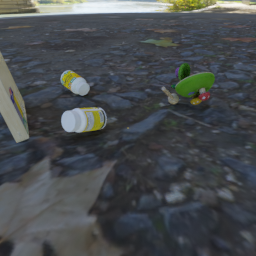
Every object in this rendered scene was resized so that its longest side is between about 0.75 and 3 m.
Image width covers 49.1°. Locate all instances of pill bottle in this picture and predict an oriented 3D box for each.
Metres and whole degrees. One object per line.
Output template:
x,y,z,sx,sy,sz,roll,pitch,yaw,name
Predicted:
-2.016,-1.710,10.760,0.668,0.668,1.185,-22,44,-36,pill bottle
-1.194,-0.226,7.671,0.661,0.661,1.156,21,18,35,pill bottle

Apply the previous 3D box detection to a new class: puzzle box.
-3.516,-1.053,8.154,0.371,1.941,2.917,-22,31,-12,puzzle box

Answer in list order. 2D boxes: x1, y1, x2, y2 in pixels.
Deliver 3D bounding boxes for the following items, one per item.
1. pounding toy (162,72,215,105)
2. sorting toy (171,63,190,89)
2.108,-1.112,9.217,1.698,0.788,1.311,-20,-16,16,pounding toy
1.966,-1.753,10.274,0.570,1.388,0.834,13,67,38,sorting toy
